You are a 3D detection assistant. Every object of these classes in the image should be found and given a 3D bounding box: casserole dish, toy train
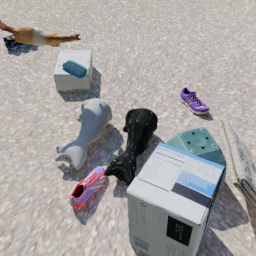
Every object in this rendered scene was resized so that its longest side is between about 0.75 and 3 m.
[{"bbox_3d":[-1.873,-2.108,9.953,0.931,0.564,0.181,24,49,-25],"label":"casserole dish"},{"bbox_3d":[-5.508,-4.512,14.183,1.630,0.707,0.931,-27,41,-22],"label":"toy train"}]

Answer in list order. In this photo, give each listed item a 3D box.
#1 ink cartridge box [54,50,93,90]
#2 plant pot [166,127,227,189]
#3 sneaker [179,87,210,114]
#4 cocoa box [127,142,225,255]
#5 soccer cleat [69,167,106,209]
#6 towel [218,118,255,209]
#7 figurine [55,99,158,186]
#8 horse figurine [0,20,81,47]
[{"bbox_3d":[-2.273,-2.507,11.956,1.422,0.856,1.957,-1,46,-2],"label":"ink cartridge box"},{"bbox_3d":[1.882,0.852,8.007,1.514,1.542,1.509,-12,45,-13],"label":"plant pot"},{"bbox_3d":[2.491,-1.048,10.635,0.583,0.603,1.447,-27,51,-25],"label":"sneaker"},{"bbox_3d":[1.034,1.831,6.363,1.585,2.376,1.559,20,48,23],"label":"cocoa box"},{"bbox_3d":[-1.112,1.594,7.924,0.509,0.583,1.525,23,49,22],"label":"soccer cleat"},{"bbox_3d":[3.216,0.954,7.950,0.419,1.611,2.431,-27,37,27],"label":"towel"},{"bbox_3d":[-0.665,0.413,8.863,2.686,1.156,2.621,13,50,14],"label":"figurine"},{"bbox_3d":[-2.882,-2.900,8.792,2.401,0.599,1.591,2,16,-32],"label":"horse figurine"}]
